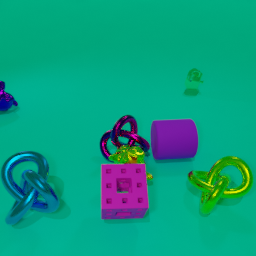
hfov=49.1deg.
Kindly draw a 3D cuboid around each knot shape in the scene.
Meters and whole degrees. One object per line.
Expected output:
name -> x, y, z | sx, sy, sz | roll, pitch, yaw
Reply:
knot shape -> -0.086, 0.227, 6.944 | 1.269, 1.187, 0.586 | -4, 32, -6
knot shape -> -1.790, 1.147, 5.190 | 1.309, 1.399, 0.646 | 5, -5, 36
knot shape -> 1.878, 1.072, 5.645 | 1.226, 0.606, 1.311 | -29, 19, 16

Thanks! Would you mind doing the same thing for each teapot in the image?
teapot -> 2.471, -1.747, 10.329 | 0.631, 1.288, 0.801 | 21, 70, 14

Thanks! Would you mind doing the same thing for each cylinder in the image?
cylinder -> 1.131, 0.280, 7.035 | 0.987, 0.987, 0.987 | -3, 31, -6

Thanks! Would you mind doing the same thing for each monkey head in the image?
monkey head -> -0.047, 0.815, 6.261 | 1.252, 0.754, 0.901 | 10, 16, 35
monkey head -> -4.199, -1.015, 9.161 | 1.278, 0.920, 0.770 | -2, -18, -39

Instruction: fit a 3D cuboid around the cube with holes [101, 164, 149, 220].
cube with holes -> -0.095, 1.169, 5.099 | 0.783, 0.783, 0.783 | 0, 60, -5
